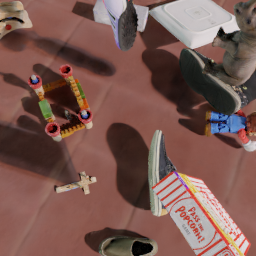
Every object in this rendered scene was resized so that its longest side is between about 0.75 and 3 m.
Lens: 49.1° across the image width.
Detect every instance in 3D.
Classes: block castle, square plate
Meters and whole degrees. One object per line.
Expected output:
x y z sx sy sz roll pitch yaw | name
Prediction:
-2.139 -0.870 9.007 1.530 1.074 2.290 -22 67 -10 | block castle
2.592 -4.163 10.464 2.690 0.383 2.665 -25 57 -20 | square plate

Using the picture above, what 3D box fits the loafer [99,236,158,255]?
0.010 3.157 7.471 1.588 0.553 0.597 -4 66 -2 | loafer

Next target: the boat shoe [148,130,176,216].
1.033 1.271 8.167 0.771 0.924 2.477 0 71 -6 | boat shoe

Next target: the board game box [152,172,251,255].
1.377 1.608 4.954 0.480 2.072 1.570 -41 63 12 | board game box

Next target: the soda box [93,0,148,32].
-0.274 -4.376 10.824 2.028 0.643 0.692 14 66 6 | soda box

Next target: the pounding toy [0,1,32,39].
-4.593 -3.736 10.329 2.163 1.237 1.241 -20 66 -30 | pounding toy

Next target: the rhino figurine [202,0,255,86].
2.571 -1.905 6.429 1.186 2.712 0.811 23 68 12 | rhino figurine

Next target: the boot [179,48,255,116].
3.354 -1.815 9.528 2.279 1.089 3.018 -18 54 -21 | boot

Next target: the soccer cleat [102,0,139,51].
-0.270 -3.106 7.161 0.816 2.230 0.760 8 21 35 | soccer cleat

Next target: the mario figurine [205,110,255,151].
3.508 -0.010 8.924 2.045 1.084 1.262 5 108 12 | mario figurine

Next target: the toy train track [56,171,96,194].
-1.545 1.683 8.340 1.198 0.195 0.687 -16 66 -6 | toy train track
